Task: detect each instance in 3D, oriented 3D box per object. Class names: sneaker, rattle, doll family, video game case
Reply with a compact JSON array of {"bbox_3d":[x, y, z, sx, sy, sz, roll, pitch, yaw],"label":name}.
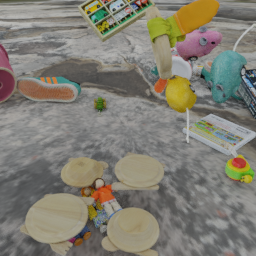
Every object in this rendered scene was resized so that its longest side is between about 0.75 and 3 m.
[{"bbox_3d":[-3.054,-1.564,11.017,2.520,0.899,1.007,10,26,8],"label":"sneaker"},{"bbox_3d":[1.114,-1.729,6.165,1.427,1.998,1.300,-29,48,-5],"label":"rattle"},{"bbox_3d":[-0.976,1.693,5.620,1.740,0.784,1.080,-22,55,-26],"label":"doll family"},{"bbox_3d":[2.816,0.147,8.689,1.508,0.190,1.658,-24,39,-34],"label":"video game case"},{"bbox_3d":[3.867,-1.804,11.523,0.784,0.878,2.197,-20,57,-30],"label":"sneaker"}]

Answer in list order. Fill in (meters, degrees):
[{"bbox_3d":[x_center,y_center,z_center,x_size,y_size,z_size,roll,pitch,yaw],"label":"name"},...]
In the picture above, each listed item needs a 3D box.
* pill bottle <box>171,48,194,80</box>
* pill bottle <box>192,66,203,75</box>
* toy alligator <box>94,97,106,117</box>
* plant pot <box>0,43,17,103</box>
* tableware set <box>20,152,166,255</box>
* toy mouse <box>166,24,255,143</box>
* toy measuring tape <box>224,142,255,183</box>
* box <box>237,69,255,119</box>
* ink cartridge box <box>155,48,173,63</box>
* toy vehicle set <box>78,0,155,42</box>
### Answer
[{"bbox_3d":[2.244,-2.825,12.582,1.369,1.369,2.363,8,31,13],"label":"pill bottle"},{"bbox_3d":[3.458,-2.730,13.329,0.796,0.435,0.435,6,31,10],"label":"pill bottle"},{"bbox_3d":[-1.016,-0.856,10.252,0.442,0.320,1.333,-4,30,-6],"label":"toy alligator"},{"bbox_3d":[-5.491,-2.128,10.632,2.485,2.485,2.224,-26,54,-36],"label":"plant pot"},{"bbox_3d":[-0.492,1.316,5.552,2.369,0.329,2.836,6,32,8],"label":"tableware set"},{"bbox_3d":[1.740,-1.539,6.389,0.557,2.558,2.879,16,48,-41],"label":"toy mouse"},{"bbox_3d":[2.643,0.857,7.138,0.580,0.580,1.576,-4,31,-7],"label":"toy measuring tape"},{"bbox_3d":[5.054,-1.334,10.281,1.769,0.512,2.226,-4,48,-8],"label":"box"},{"bbox_3d":[1.921,-3.949,15.060,0.765,0.778,1.057,10,33,15],"label":"ink cartridge box"},{"bbox_3d":[-0.416,-4.609,10.772,2.557,0.339,1.589,-37,84,-12],"label":"toy vehicle set"}]
